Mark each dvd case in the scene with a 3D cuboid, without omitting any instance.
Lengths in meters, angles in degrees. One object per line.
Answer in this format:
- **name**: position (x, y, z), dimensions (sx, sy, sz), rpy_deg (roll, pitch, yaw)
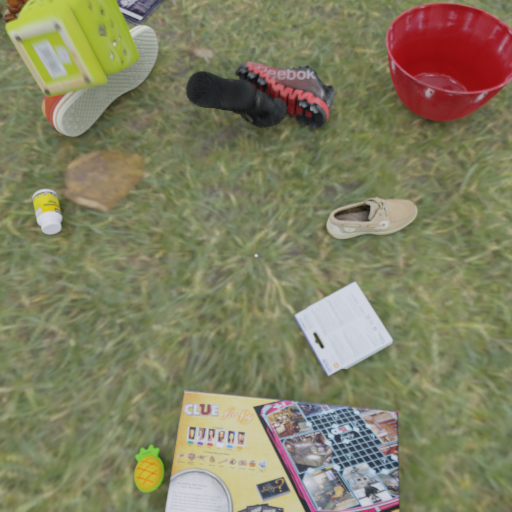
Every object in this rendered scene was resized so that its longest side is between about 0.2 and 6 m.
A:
- **dvd case**: position (-2.950, -6.591, 14.033), dimensions (1.378, 0.148, 1.853), rpy_deg (27, 65, 14)

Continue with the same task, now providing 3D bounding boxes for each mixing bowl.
- **mixing bowl**: position (3.950, -3.846, 11.797), dimensions (2.705, 1.465, 2.705), rpy_deg (0, 59, 0)

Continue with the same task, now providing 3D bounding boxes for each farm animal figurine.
- **farm animal figurine**: position (-5.886, -6.035, 13.291), dimensions (2.111, 1.101, 2.088), rpy_deg (19, 51, 17)

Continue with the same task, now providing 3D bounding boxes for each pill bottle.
- **pill bottle**: position (-4.007, -0.840, 10.788), dimensions (0.455, 0.455, 0.809), rpy_deg (-17, 64, -9)

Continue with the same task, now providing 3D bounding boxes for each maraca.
- **maraca**: position (-1.659, 3.285, 8.645), dimensions (0.485, 0.378, 0.707), rpy_deg (-18, 50, 2)

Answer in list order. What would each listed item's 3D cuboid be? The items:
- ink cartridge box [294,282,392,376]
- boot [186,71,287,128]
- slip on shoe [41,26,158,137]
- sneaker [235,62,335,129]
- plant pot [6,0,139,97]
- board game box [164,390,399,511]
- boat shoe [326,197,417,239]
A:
- **ink cartridge box**: position (1.497, 1.273, 9.727), dimensions (1.265, 0.274, 1.242), rpy_deg (-29, 65, 0)
- **boot**: position (-0.417, -3.189, 11.563), dimensions (1.850, 1.383, 0.696), rpy_deg (24, 100, 33)
- **slip on shoe**: position (-3.341, -3.910, 12.092), dimensions (0.986, 1.194, 3.223), rpy_deg (30, 69, 24)
- **sneaker**: position (0.687, -3.662, 12.093), dimensions (2.305, 0.815, 1.126), rpy_deg (29, 66, 12)
- **plant pot**: position (-3.378, -3.889, 10.194), dimensions (1.641, 1.649, 1.496), rpy_deg (-4, 41, 24)
- **board game box**: position (0.419, 3.369, 8.461), dimensions (3.377, 0.584, 2.288), rpy_deg (5, 62, 3)
- **boat shoe**: position (2.244, -0.786, 10.681), dimensions (1.805, 0.586, 0.651), rpy_deg (-11, 62, -6)
